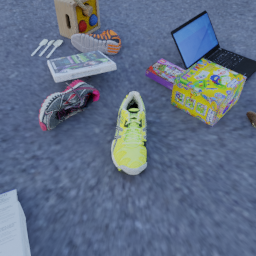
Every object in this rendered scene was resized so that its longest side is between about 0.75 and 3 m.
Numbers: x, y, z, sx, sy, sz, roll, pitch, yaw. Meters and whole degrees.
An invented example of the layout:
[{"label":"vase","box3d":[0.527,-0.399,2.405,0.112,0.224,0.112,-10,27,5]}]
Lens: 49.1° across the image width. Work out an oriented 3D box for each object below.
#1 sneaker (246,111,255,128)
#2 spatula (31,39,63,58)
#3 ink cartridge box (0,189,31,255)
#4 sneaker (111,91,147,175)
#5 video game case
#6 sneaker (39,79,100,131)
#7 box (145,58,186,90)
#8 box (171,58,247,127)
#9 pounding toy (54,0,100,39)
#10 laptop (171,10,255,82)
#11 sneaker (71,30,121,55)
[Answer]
[{"label":"sneaker","box3d":[4.112,-0.216,9.027,0.330,0.308,0.873,-26,51,-19]},{"label":"spatula","box3d":[-3.575,-3.546,12.378,1.008,0.116,1.449,11,47,9]},{"label":"ink cartridge box","box3d":[-3.555,2.670,5.744,2.877,0.635,2.930,-19,22,-18]},{"label":"sneaker","box3d":[0.034,0.071,8.207,1.073,1.087,2.846,-1,47,-3]},{"label":"video game case","box3d":[-1.844,-2.423,10.692,2.215,0.285,2.437,-15,30,-15]},{"label":"sneaker","box3d":[-1.909,-0.763,9.093,0.911,0.983,2.439,25,51,20]},{"label":"box","box3d":[1.596,-2.005,10.651,1.578,0.308,1.080,33,52,22]},{"label":"box","box3d":[2.691,-1.268,9.491,1.712,1.085,1.778,34,54,28]},{"label":"pounding toy","box3d":[-2.171,-5.220,12.536,1.558,2.192,2.018,26,51,23]},{"label":"laptop","box3d":[3.521,-3.062,10.932,2.952,1.525,2.616,32,55,27]},{"label":"sneaker","box3d":[-1.343,-3.823,12.272,2.146,0.832,1.202,12,42,-3]}]
